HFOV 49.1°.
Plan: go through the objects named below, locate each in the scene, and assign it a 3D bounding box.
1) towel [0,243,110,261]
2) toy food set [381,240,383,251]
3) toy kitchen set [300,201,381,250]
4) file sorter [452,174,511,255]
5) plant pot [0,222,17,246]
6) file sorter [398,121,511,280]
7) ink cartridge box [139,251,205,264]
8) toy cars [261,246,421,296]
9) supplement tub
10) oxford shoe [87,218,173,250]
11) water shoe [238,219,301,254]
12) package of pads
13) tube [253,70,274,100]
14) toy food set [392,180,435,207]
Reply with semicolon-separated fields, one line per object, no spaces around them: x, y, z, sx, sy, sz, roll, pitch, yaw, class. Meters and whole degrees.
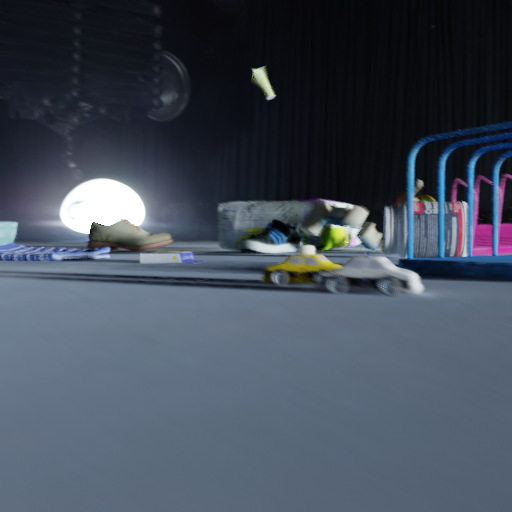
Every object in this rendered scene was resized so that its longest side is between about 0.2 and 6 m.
-3.765;-0.066;9.299;2.185;0.261;1.582;1;3;19;towel
3.888;-0.516;14.968;0.810;0.764;1.697;2;3;35;toy food set
1.862;-0.532;12.274;1.322;0.779;1.059;15;-23;48;toy kitchen set
5.334;-0.936;11.704;2.172;1.362;1.509;-2;21;3;file sorter
-6.161;-0.428;13.076;1.085;0.727;1.085;-1;2;0;plant pot
2.689;-0.476;5.498;2.177;1.336;1.511;-2;2;-36;file sorter
-1.185;0.019;8.053;0.776;0.182;0.767;-2;1;7;ink cartridge box
0.556;0.083;3.970;0.620;0.306;1.382;-2;3;-28;toy cars
2.912;-0.444;9.627;1.393;0.978;0.978;1;2;11;supplement tub
-3.563;-0.616;15.716;2.485;0.917;0.880;0;2;4;oxford shoe
0.286;-0.442;12.642;0.698;0.771;1.954;-1;1;38;water shoe
1.028;-0.881;16.273;3.186;1.406;4.123;1;2;23;package of pads
0.289;-6.369;20.720;0.304;1.173;0.340;-25;-7;5;tube
3.565;-0.950;13.060;0.654;1.178;2.002;24;34;-28;toy food set
